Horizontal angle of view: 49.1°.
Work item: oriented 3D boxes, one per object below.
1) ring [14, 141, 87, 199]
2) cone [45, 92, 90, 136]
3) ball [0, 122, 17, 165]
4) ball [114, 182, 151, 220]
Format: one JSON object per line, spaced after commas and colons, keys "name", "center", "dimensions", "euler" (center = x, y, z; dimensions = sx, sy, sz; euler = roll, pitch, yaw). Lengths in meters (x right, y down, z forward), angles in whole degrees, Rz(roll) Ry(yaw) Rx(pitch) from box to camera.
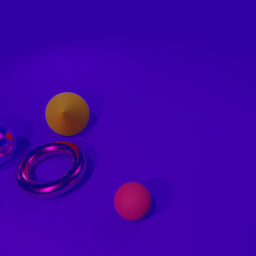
{"name": "ring", "center": [-1.884, 0.970, 6.862], "dimensions": [1.769, 0.354, 1.769], "euler": [-6, 38, 4]}
{"name": "cone", "center": [-1.639, -0.388, 7.344], "dimensions": [1.227, 1.227, 1.232], "euler": [-6, 1, -7]}
{"name": "ball", "center": [-3.433, 0.395, 7.044], "dimensions": [1.178, 1.178, 1.178], "euler": [0, 41, 0]}
{"name": "ball", "center": [0.098, 1.519, 5.833], "dimensions": [0.772, 0.772, 0.772], "euler": [0, 41, 0]}
